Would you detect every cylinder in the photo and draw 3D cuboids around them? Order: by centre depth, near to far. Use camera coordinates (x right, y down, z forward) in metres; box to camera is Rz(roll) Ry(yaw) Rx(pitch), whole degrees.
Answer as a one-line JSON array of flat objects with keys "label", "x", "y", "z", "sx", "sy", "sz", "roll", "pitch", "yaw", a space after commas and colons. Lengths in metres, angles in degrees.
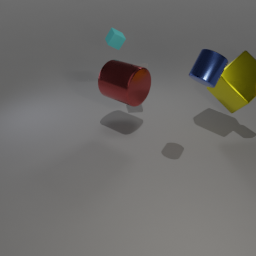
[{"label": "cylinder", "x": 1.930, "y": -1.432, "z": 6.748, "sx": 0.700, "sy": 0.700, "sz": 0.700, "roll": 27, "pitch": 7, "yaw": -4}, {"label": "cylinder", "x": -0.116, "y": -1.625, "z": 10.065, "sx": 1.400, "sy": 1.400, "sz": 1.400, "roll": 23, "pitch": 39, "yaw": 33}]

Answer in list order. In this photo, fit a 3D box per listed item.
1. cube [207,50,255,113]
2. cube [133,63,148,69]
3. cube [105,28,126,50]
[{"label": "cube", "x": 3.992, "y": -1.615, "z": 10.125, "sx": 1.400, "sy": 1.400, "sz": 1.400, "roll": -42, "pitch": 83, "yaw": -9}, {"label": "cube", "x": 0.464, "y": -2.172, "z": 11.449, "sx": 0.700, "sy": 0.700, "sz": 0.700, "roll": -6, "pitch": -8, "yaw": -1}, {"label": "cube", "x": -0.651, "y": -4.561, "z": 14.333, "sx": 0.700, "sy": 0.700, "sz": 0.700, "roll": 16, "pitch": 35, "yaw": -34}]
